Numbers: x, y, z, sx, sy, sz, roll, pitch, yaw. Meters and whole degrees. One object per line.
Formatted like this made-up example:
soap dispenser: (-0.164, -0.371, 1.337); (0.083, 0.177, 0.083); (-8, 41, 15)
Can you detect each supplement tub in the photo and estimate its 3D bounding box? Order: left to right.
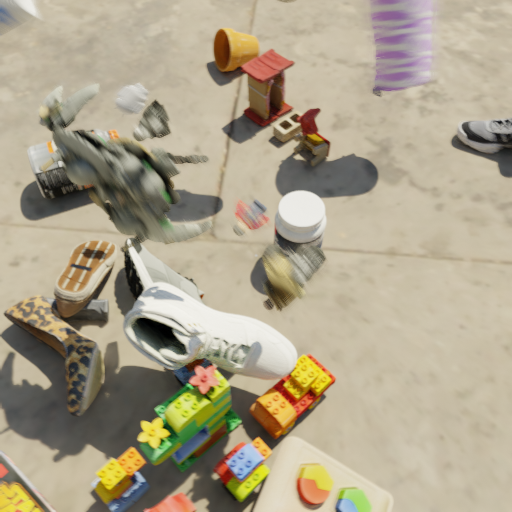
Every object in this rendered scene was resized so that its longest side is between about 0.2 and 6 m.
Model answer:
supplement tub: (-3.390, -3.064, 7.000); (1.001, 0.661, 0.661); (-26, 57, 6)
supplement tub: (-3.286, -1.749, 10.431); (1.639, 1.004, 1.004); (-19, 57, -14)
supplement tub: (0.719, -0.411, 9.363); (0.846, 1.205, 0.846); (0, 55, 0)

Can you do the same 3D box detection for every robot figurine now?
robot figurine: (-1.782, -2.210, 7.965); (0.506, 0.286, 0.429); (-42, 75, 5)

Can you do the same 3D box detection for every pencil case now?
pencil case: (2.400, -4.035, 9.433); (1.042, 2.482, 1.061); (-15, 34, -8)

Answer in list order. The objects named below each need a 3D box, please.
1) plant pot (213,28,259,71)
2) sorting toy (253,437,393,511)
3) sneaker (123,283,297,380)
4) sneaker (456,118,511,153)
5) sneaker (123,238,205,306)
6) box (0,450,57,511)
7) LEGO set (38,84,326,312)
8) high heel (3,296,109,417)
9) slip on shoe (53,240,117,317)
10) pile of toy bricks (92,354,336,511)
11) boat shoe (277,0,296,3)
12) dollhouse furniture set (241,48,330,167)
plant pot: (-0.415, -4.642, 12.618); (0.825, 0.901, 0.901); (-12, 54, -28)
sorting toy: (0.828, 3.327, 7.003); (1.674, 0.305, 1.549); (31, 58, -4)
sneaker: (-0.598, 1.215, 7.303); (2.358, 0.869, 1.363); (23, 13, -1)
sneaker: (5.049, -2.589, 10.933); (2.008, 1.142, 0.758); (13, 56, 9)
sneaker: (-1.430, 0.551, 9.021); (0.884, 0.824, 2.230); (-28, 65, -29)
box: (-3.042, 3.991, 6.654); (2.888, 0.576, 1.977); (35, 62, 22)
LEGO set: (-1.109, -0.505, 6.273); (3.808, 2.473, 1.079); (30, 66, 21)
high heel: (-3.067, 1.458, 8.235); (1.587, 0.795, 2.226); (0, 38, -8)
slip on shoe: (-2.773, 0.325, 9.137); (0.680, 0.542, 1.788); (13, 29, -5)
pile of toy bricks: (-0.692, 2.080, 7.229); (3.702, 1.828, 2.054); (-38, 63, -24)
boat shoe: (-0.026, -4.611, 8.352); (1.904, 0.692, 0.597); (33, 70, -21)
dollhouse furniture set: (0.728, -2.984, 11.186); (0.905, 1.197, 2.225); (-36, 62, -23)
